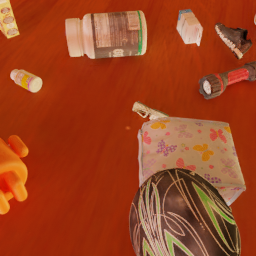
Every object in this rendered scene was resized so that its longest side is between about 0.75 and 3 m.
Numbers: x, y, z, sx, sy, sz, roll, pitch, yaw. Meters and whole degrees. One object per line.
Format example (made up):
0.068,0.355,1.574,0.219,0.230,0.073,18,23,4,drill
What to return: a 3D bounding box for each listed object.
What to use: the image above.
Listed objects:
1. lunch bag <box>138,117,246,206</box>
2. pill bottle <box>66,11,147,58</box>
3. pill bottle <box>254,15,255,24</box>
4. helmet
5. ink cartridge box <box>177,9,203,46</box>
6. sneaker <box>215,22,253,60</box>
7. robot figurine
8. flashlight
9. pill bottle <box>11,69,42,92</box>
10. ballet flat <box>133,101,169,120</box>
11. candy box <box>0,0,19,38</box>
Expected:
1.355,0.814,6.789,2.252,1.432,1.910,6,51,-9,lunch bag
-0.775,-3.334,10.092,2.723,1.540,1.540,-5,51,-4,pill bottle
5.965,-3.977,10.911,1.114,1.114,1.989,-14,53,-11,pill bottle
0.958,1.800,5.138,2.022,1.927,2.022,-33,33,25,helmet
2.410,-3.935,11.053,0.479,0.832,1.436,-9,51,-7,ink cartridge box
3.927,-3.405,10.339,0.864,0.634,1.909,-38,52,23,sneaker
-3.381,0.915,6.713,2.411,1.406,1.734,37,94,26,robot figurine
3.472,-1.623,9.213,2.311,0.785,0.782,-18,81,-16,flashlight
-3.407,-1.608,9.332,1.021,0.532,0.532,27,55,20,pill bottle
0.668,-0.431,8.539,1.191,0.402,0.371,27,83,25,ballet flat
-4.973,-4.710,10.922,0.555,2.005,1.157,-28,56,-24,candy box
